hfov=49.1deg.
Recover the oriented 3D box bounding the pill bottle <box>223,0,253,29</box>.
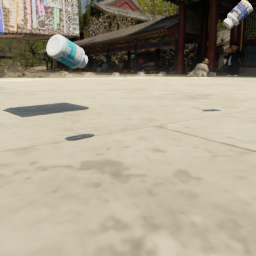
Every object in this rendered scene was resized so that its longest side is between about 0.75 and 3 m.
[{"bbox_3d":[3.493,-3.605,8.955,0.468,0.843,0.468,43,13,-12],"label":"pill bottle"}]

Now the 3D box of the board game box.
[{"bbox_3d":[-3.438,-3.746,9.384,2.838,1.374,2.262,-12,18,-39],"label":"board game box"}]

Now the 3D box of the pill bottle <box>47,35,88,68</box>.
[{"bbox_3d":[-1.199,-1.508,5.694,0.460,0.460,0.831,9,-7,35],"label":"pill bottle"}]
